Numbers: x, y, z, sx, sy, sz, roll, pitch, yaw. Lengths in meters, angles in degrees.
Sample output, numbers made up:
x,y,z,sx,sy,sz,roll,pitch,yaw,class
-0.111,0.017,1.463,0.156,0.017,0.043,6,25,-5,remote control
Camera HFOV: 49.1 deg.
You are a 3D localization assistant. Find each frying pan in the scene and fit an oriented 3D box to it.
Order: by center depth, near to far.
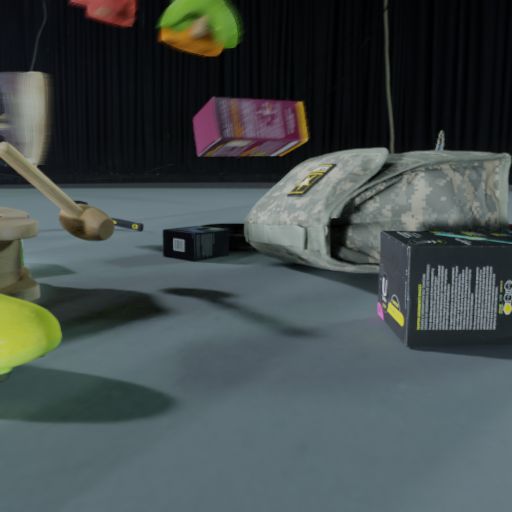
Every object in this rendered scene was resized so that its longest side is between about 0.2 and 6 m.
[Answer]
x,y,z,sx,sy,sz,roll,pitch,yaw,class
0.284,-0.444,11.382,3.018,0.491,1.825,0,10,-11,frying pan

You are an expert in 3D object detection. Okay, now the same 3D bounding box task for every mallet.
x,y,z,sx,sy,sz,roll,pitch,yaw,class
-3.800,-0.792,14.024,2.162,0.712,0.445,19,9,19,mallet

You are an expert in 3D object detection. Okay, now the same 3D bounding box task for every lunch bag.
x,y,z,sx,sy,sz,roll,pitch,yaw,class
1.623,-0.641,8.373,3.189,1.875,2.616,-9,9,-23,lunch bag

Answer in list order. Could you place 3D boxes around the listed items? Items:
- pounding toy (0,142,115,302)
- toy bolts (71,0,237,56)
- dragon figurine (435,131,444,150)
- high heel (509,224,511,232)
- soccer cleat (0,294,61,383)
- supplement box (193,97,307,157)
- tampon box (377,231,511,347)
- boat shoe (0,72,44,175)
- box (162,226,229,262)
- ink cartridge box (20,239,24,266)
x,y,z,sx,sy,sz,roll,pitch,yaw,class
-3.635,-0.437,6.749,1.935,1.941,3.384,13,15,37,pounding toy
-0.979,-3.133,6.223,1.821,1.263,1.740,13,10,-7,toy bolts
2.126,-1.451,12.442,2.050,1.213,4.123,4,-19,-38,dragon figurine
4.015,-0.258,8.854,1.145,0.804,2.388,-13,17,-15,high heel
-2.820,0.338,4.367,2.847,1.191,0.921,4,10,21,soccer cleat
-0.077,-1.570,6.928,1.223,0.524,0.675,-5,-6,-28,supplement box
2.049,0.281,5.458,1.502,0.948,1.126,0,9,0,tampon box
-4.650,-2.589,11.036,0.810,0.899,2.499,10,-37,-16,boat shoe
-1.074,-0.238,9.965,0.858,0.529,0.852,8,11,40,box
-4.440,-0.055,8.702,1.337,0.562,0.973,-7,12,-38,ink cartridge box
